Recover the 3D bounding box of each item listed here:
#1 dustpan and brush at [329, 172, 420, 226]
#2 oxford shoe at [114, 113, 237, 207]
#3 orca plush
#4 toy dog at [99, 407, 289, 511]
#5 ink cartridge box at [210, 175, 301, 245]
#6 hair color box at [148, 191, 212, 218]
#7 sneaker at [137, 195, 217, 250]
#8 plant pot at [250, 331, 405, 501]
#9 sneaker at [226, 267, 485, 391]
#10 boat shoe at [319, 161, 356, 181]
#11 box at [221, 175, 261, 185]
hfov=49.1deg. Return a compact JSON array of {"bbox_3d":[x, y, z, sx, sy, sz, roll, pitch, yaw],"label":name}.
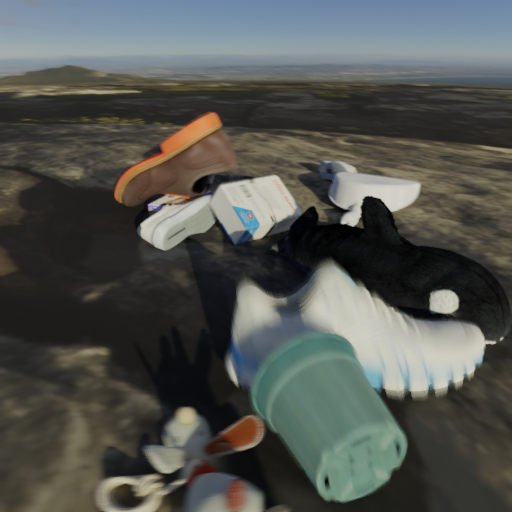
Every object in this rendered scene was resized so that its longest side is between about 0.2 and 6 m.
[{"bbox_3d":[2.272,-1.178,11.951,1.959,0.803,2.807,12,18,22],"label":"dustpan and brush"},{"bbox_3d":[-1.743,-1.561,11.432,3.417,1.239,1.216,-24,12,46],"label":"oxford shoe"},{"bbox_3d":[1.791,-0.235,8.274,2.238,1.512,4.254,-8,23,-20],"label":"orca plush"},{"bbox_3d":[-0.373,1.687,4.304,1.198,0.875,1.817,-19,29,-40],"label":"toy dog"},{"bbox_3d":[0.003,-0.888,10.586,1.400,0.590,1.022,-16,65,-38],"label":"ink cartridge box"},{"bbox_3d":[-1.562,-1.029,11.739,0.777,0.461,1.422,8,25,19],"label":"hair color box"},{"bbox_3d":[-1.410,-0.760,10.578,0.708,0.731,2.000,26,32,22],"label":"sneaker"},{"bbox_3d":[0.660,1.415,4.880,1.107,1.107,1.085,-8,31,-20],"label":"plant pot"},{"bbox_3d":[1.101,0.732,6.037,2.843,1.232,1.066,-1,9,-6],"label":"sneaker"},{"bbox_3d":[2.235,-2.123,14.313,0.641,0.651,1.837,-9,17,-14],"label":"boat shoe"},{"bbox_3d":[-0.258,-1.470,12.716,0.888,0.521,0.873,7,23,12],"label":"box"}]
